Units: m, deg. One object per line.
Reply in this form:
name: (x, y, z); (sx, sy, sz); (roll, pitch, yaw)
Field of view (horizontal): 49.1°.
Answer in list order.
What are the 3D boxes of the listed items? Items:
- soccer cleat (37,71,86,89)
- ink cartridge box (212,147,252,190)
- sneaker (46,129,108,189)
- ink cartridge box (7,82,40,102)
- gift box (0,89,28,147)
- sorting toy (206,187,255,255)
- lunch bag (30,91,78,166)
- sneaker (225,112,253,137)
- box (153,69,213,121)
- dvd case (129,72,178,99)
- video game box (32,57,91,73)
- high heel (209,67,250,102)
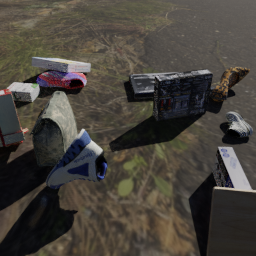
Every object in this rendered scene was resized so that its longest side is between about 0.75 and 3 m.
soccer cleat: (-3.374, -2.373, 14.217); (2.511, 0.838, 0.960); (-2, 35, -9)
ink cartridge box: (3.007, 1.642, 8.102); (0.493, 1.048, 2.229); (0, 34, 0)
sneaker: (-1.362, 1.204, 8.025); (1.321, 2.288, 0.924); (36, 34, -5)
ink cartridge box: (-5.056, -1.740, 13.495); (1.278, 0.539, 0.933); (6, 35, 8)
gift box: (-4.790, -0.259, 10.159); (1.961, 1.985, 2.126); (-14, 17, -17)
sorting toy: (2.821, 2.329, 6.642); (1.834, 1.823, 0.638); (5, 3, 3)
lunch bag: (-2.500, -0.004, 9.550); (1.255, 2.135, 1.751); (2, 35, 2)
sneaker: (4.171, -0.145, 11.153); (0.847, 0.555, 1.471); (-10, 38, -18)
box: (2.275, -1.390, 11.808); (2.388, 1.883, 0.594); (-10, 36, -13)
dvd case: (1.633, -2.246, 14.396); (2.947, 0.364, 2.215); (-4, 34, -6)
video game box: (-3.623, -3.461, 15.386); (2.384, 0.558, 2.172); (14, 14, 22)
high heel: (5.091, -2.078, 13.489); (2.719, 0.971, 1.938); (-23, 31, -4)
